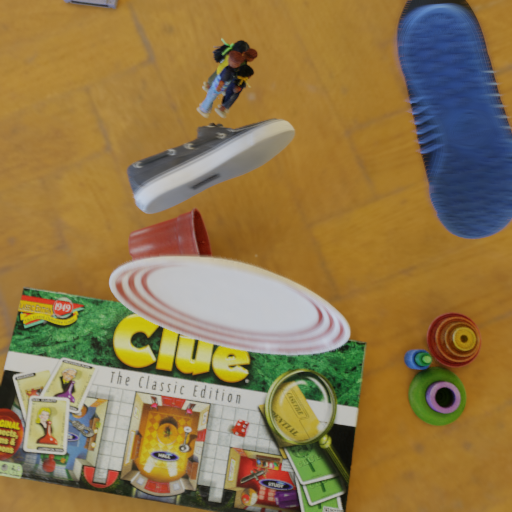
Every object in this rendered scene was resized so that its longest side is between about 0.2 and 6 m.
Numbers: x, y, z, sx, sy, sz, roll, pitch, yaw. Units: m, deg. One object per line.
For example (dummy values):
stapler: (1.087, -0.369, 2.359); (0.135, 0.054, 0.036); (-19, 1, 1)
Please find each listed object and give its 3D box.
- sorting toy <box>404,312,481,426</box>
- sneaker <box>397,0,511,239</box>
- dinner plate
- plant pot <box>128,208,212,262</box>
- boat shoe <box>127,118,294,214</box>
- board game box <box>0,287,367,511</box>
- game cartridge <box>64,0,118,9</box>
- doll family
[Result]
sorting toy: (2.941, 1.737, 8.742); (1.097, 0.750, 1.826); (15, 80, 3)
sneaker: (2.447, -1.680, 6.715); (1.103, 3.144, 1.225); (-9, 39, 23)
dinner plate: (-0.287, 0.567, 6.423); (2.754, 2.754, 0.334); (13, 65, 2)
plant pot: (-1.373, -0.104, 8.964); (1.109, 1.140, 1.140); (-12, 80, 6)
boat shoe: (-0.676, -1.468, 7.953); (2.463, 0.861, 0.816); (-28, 77, -4)
board game box: (-1.204, 2.309, 8.729); (5.500, 0.645, 2.881); (8, 78, 1)
game cartridge: (-2.999, -4.900, 10.269); (0.964, 0.185, 0.625); (7, 84, 1)
doll family: (-0.323, -2.280, 7.028); (0.579, 0.852, 1.474); (28, 35, -26)
